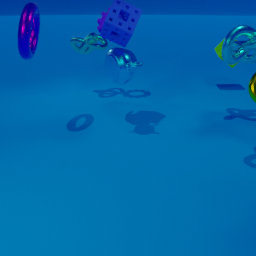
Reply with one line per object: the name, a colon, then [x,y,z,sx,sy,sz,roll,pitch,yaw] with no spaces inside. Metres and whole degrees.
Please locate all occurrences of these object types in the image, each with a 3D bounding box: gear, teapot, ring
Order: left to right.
ring: [-2.402,-2.342,6.832,0.270,1.351,1.351,10,23,-10]
gear: [-0.462,-3.605,9.690,1.210,1.210,0.224,6,-12,13]
teapot: [-0.166,-1.780,7.918,0.810,1.028,1.653,-23,24,-30]

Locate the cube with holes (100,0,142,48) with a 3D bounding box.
cube with holes: [-0.192,-2.666,7.126,0.737,0.737,0.737,23,-14,-11]

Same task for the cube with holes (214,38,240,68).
cube with holes: [4.245,-3.178,11.567,0.827,0.827,0.827,30,34,-22]

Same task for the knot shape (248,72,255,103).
knot shape: [2.760,-0.914,5.243,1.277,1.195,0.590,34,-9,-36]

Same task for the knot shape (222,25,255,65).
knot shape: [3.229,-2.284,7.738,1.550,0.765,1.656,-10,-13,-25]

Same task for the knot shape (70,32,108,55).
knot shape: [-1.559,-3.136,10.517,1.327,0.655,1.418,-3,16,31]
